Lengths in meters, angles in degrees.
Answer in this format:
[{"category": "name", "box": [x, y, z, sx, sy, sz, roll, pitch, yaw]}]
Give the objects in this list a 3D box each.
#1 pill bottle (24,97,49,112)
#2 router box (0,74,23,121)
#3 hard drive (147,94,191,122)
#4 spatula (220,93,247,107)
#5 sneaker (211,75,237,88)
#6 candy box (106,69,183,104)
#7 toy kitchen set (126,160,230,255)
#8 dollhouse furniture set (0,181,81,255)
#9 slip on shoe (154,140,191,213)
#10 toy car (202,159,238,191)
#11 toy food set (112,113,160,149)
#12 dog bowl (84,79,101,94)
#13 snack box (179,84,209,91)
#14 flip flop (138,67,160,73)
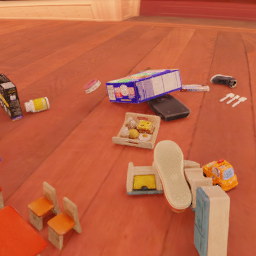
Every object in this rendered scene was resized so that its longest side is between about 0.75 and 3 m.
[{"category": "pill bottle", "box": [-4.090, -1.026, 12.567, 0.985, 0.548, 0.548, -16, 35, -24]}, {"category": "router box", "box": [-5.249, -1.376, 12.226, 0.498, 1.500, 1.908, -21, 37, -30]}, {"category": "hard drive", "box": [1.749, -0.925, 12.493, 1.360, 0.427, 2.017, -11, 32, -17]}, {"category": "spatula", "box": [5.065, -1.369, 13.592, 0.897, 0.104, 1.290, 32, 44, 33]}, {"category": "sneaker", "box": [5.193, -2.494, 15.016, 1.301, 0.495, 0.940, -2, 29, -6]}, {"category": "candy box", "box": [0.753, -2.000, 13.126, 2.740, 1.056, 2.317, -21, 18, -33]}, {"category": "toy kitchen set", "box": [1.058, 1.975, 7.235, 2.102, 1.545, 2.623, -2, 11, -3]}, {"category": "dollhouse furniture set", "box": [-3.017, 2.157, 6.439, 2.870, 1.495, 2.902, 25, 39, 34]}, {"category": "slip on shoe", "box": [1.167, 1.249, 7.602, 0.829, 0.685, 2.237, -5, 47, -4]}, {"category": "toy car", "box": [3.508, 1.216, 8.680, 2.352, 0.783, 1.154, -8, 33, -11]}, {"category": "toy food set", "box": [0.380, 0.014, 10.786, 1.478, 0.622, 2.060, 7, 32, 12]}, {"category": "dog bowl", "box": [-1.583, -1.859, 12.356, 0.790, 0.291, 0.790, -30, 26, 16]}, {"category": "snack box", "box": [3.422, -2.104, 14.674, 1.535, 0.187, 0.552, -1, 31, -2]}, {"category": "flip flop", "box": [1.297, -3.418, 16.614, 1.417, 0.408, 0.574, -6, 32, -10]}]
